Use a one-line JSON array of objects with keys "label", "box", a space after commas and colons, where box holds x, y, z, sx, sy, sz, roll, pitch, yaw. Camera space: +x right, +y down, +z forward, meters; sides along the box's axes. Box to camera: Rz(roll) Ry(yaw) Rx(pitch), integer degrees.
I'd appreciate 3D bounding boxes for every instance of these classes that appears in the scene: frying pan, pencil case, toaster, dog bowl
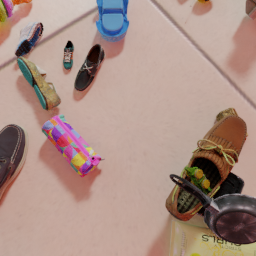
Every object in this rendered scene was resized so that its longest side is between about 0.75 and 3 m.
[{"label": "frying pan", "box": [1.946, 1.552, 5.489, 1.333, 0.359, 2.204, -31, 108, 30]}, {"label": "pencil case", "box": [-1.537, 0.467, 7.750, 0.843, 0.843, 1.907, -43, 78, -12]}, {"label": "toaster", "box": [2.087, 1.619, 7.321, 1.412, 0.927, 1.562, 27, 74, 8]}, {"label": "dog bowl", "box": [-0.499, -3.702, 9.232, 1.074, 0.478, 1.927, -1, 72, 0]}]

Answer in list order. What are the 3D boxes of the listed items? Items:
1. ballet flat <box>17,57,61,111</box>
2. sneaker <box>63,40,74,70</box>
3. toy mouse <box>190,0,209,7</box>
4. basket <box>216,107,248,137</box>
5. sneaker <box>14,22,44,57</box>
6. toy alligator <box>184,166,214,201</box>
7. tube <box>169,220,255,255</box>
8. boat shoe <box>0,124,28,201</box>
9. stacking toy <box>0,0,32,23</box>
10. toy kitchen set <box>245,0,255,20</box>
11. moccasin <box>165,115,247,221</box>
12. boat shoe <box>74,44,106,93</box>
[{"label": "ballet flat", "box": [-2.645, -1.387, 8.475, 0.695, 0.695, 1.966, -32, 75, -9]}, {"label": "sneaker", "box": [-1.898, -2.317, 8.844, 0.339, 0.380, 0.951, 1, 73, 0]}, {"label": "toy mouse", "box": [2.468, -5.094, 9.717, 1.957, 0.379, 1.739, -28, 75, -9]}, {"label": "basket", "box": [3.067, -0.141, 8.015, 0.686, 0.657, 0.921, -18, 74, -5]}, {"label": "sneaker", "box": [-3.295, -2.873, 9.027, 0.592, 0.513, 1.367, 20, 70, 20]}, {"label": "toy alligator", "box": [1.571, 1.155, 5.943, 0.275, 0.380, 1.146, -46, 112, -24]}, {"label": "tube", "box": [2.508, 3.039, 7.011, 2.905, 0.754, 0.843, 5, 49, 5]}, {"label": "boat shoe", "box": [-3.603, 1.137, 7.472, 1.019, 0.918, 2.834, 22, 74, 7]}, {"label": "stacking toy", "box": [-4.267, -3.892, 8.984, 2.698, 1.481, 1.566, -32, 72, -22]}, {"label": "toy kitchen set", "box": [3.947, -4.949, 8.974, 2.122, 2.352, 1.919, 48, 120, 13]}, {"label": "moccasin", "box": [1.873, 0.832, 6.509, 1.052, 1.111, 2.877, 41, 77, 13]}, {"label": "boat shoe", "box": [-1.226, -1.854, 8.625, 0.580, 0.546, 1.616, 25, 76, 6]}]
